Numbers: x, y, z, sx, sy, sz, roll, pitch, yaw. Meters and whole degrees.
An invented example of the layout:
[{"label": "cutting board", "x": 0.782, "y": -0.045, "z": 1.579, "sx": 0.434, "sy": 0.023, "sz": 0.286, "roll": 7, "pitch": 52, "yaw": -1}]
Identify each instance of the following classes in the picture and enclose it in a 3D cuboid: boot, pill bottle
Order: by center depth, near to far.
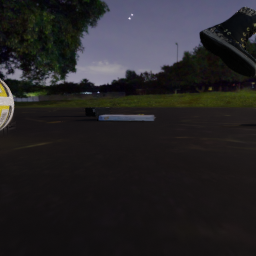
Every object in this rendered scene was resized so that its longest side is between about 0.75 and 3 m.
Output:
[{"label": "pill bottle", "x": -3.005, "y": -0.399, "z": 4.730, "sx": 1.261, "sy": 1.261, "sz": 2.206, "roll": 0, "pitch": 5, "yaw": 3}, {"label": "boot", "x": 3.543, "y": -2.708, "z": 8.497, "sx": 1.763, "sy": 2.335, "sz": 0.843, "roll": -34, "pitch": -35, "yaw": -5}]

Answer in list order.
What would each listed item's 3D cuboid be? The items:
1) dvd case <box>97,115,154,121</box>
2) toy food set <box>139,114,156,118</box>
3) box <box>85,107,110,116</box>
[{"label": "dvd case", "x": -0.023, "y": -0.415, "z": 10.994, "sx": 2.116, "sy": 0.186, "sz": 1.509, "roll": 0, "pitch": 5, "yaw": 5}, {"label": "toy food set", "x": 0.747, "y": -0.529, "z": 12.297, "sx": 0.889, "sy": 0.178, "sz": 0.614, "roll": 3, "pitch": 6, "yaw": 33}, {"label": "box", "x": -1.521, "y": -0.812, "z": 13.930, "sx": 0.815, "sy": 0.456, "sz": 1.155, "roll": -7, "pitch": 8, "yaw": -33}]
